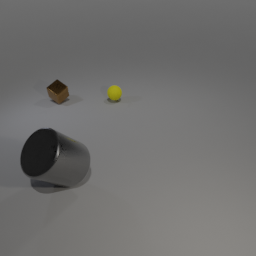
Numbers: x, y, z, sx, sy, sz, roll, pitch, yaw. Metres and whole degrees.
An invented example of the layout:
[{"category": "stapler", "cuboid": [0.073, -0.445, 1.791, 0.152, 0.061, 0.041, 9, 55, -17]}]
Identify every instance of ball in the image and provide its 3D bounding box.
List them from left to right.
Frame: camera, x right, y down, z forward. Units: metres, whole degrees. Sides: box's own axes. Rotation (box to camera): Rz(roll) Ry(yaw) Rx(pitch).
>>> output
[{"category": "ball", "cuboid": [-0.635, -1.666, 13.265, 0.700, 0.700, 0.700, 0, 30, 0]}]

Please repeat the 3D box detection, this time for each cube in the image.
[{"category": "cube", "cuboid": [-3.268, -1.694, 13.104, 0.700, 0.700, 0.700, 35, 63, 16]}]

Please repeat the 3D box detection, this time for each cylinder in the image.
[{"category": "cylinder", "cuboid": [-2.019, 0.862, 7.906, 1.400, 1.400, 1.400, -12, 65, 26]}]
